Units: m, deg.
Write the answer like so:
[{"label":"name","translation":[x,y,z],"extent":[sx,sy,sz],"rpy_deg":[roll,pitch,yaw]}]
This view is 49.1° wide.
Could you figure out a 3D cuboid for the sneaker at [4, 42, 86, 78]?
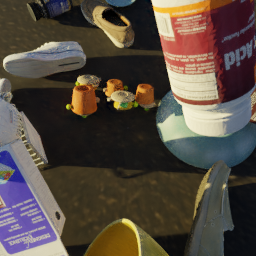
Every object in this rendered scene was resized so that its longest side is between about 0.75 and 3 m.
[{"label":"sneaker","translation":[-2.603,-2.203,8.848],"extent":[2.471,0.902,0.875],"rpy_deg":[-8,56,-15]}]

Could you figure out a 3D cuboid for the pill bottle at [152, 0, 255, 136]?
[{"label":"pill bottle","translation":[1.565,-1.374,5.391],"extent":[1.658,2.904,1.658],"rpy_deg":[-14,34,10]}]

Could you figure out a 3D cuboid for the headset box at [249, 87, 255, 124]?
[{"label":"headset box","translation":[3.217,-1.318,7.650],"extent":[2.875,1.110,2.140],"rpy_deg":[20,46,2]}]

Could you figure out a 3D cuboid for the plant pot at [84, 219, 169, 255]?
[{"label":"plant pot","translation":[0.163,3.324,5.072],"extent":[1.896,2.671,2.671],"rpy_deg":[33,63,-16]}]

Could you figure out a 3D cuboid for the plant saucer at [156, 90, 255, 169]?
[{"label":"plant saucer","translation":[2.303,-0.308,7.945],"extent":[2.975,0.573,2.975],"rpy_deg":[0,62,-1]}]

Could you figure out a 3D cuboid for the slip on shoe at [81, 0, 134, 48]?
[{"label":"slip on shoe","translation":[-0.743,-3.860,9.705],"extent":[1.004,0.800,2.640],"rpy_deg":[-31,66,-15]}]

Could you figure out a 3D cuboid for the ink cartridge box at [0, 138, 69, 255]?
[{"label":"ink cartridge box","translation":[-2.724,1.871,5.792],"extent":[2.641,0.579,2.666],"rpy_deg":[-21,99,15]}]

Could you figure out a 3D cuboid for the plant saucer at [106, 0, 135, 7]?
[{"label":"plant saucer","translation":[-0.288,-4.930,10.613],"extent":[1.220,0.235,1.220],"rpy_deg":[0,62,0]}]

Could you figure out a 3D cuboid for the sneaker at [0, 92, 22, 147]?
[{"label":"sneaker","translation":[-2.715,-0.061,6.280],"extent":[0.770,0.731,1.914],"rpy_deg":[-24,65,-20]}]

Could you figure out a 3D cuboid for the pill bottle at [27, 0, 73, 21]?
[{"label":"pill bottle","translation":[-2.783,-4.392,9.995],"extent":[1.448,0.810,0.810],"rpy_deg":[-31,66,-16]}]

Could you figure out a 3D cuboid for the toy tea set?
[{"label":"toy tea set","translation":[-0.478,-0.782,8.189],"extent":[2.527,0.935,1.502],"rpy_deg":[10,33,9]}]

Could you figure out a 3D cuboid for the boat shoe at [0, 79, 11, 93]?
[{"label":"boat shoe","translation":[-4.002,-0.659,8.115],"extent":[0.621,0.699,1.901],"rpy_deg":[3,51,6]}]

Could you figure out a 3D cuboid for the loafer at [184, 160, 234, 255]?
[{"label":"loafer","translation":[2.012,2.003,6.507],"extent":[0.871,0.965,2.551],"rpy_deg":[19,72,8]}]

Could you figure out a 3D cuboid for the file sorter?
[{"label":"file sorter","translation":[-2.726,0.420,7.094],"extent":[0.834,1.340,0.930],"rpy_deg":[-22,64,-9]}]
